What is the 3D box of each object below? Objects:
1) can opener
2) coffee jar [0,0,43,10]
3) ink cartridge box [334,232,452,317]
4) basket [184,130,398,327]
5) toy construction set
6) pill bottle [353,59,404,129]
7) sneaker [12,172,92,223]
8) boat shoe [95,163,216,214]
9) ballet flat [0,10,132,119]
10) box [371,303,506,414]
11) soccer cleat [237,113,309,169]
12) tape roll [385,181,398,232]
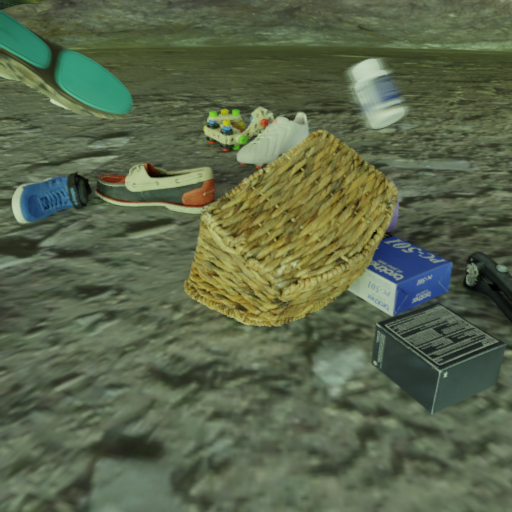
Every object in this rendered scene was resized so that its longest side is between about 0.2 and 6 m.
[{"bbox_3d":[3.666,0.534,8.165,0.776,0.626,1.974,-2,25,-7],"label":"can opener"},{"bbox_3d":[-2.881,-2.984,6.068,1.249,0.533,0.652,-26,75,-18],"label":"coffee jar"},{"bbox_3d":[1.748,0.016,9.284,1.246,0.586,2.650,-17,31,-29],"label":"ink cartridge box"},{"bbox_3d":[0.608,-0.117,8.387,2.012,2.101,2.820,41,56,14],"label":"basket"},{"bbox_3d":[-0.613,-3.827,16.847,1.633,1.147,2.490,-17,19,-32],"label":"toy construction set"},{"bbox_3d":[1.893,-2.559,8.816,0.546,0.983,0.546,-21,-8,-3],"label":"pill bottle"},{"bbox_3d":[-4.150,-1.245,11.703,1.109,0.765,1.993,-5,18,10],"label":"sneaker"},{"bbox_3d":[-2.237,-1.583,12.251,2.943,0.921,1.047,9,29,21],"label":"boat shoe"},{"bbox_3d":[-3.188,-2.781,8.446,0.999,0.900,2.653,-13,-27,43],"label":"ballet flat"},{"bbox_3d":[2.156,1.193,6.731,1.081,0.666,1.073,-13,29,-26],"label":"box"},{"bbox_3d":[0.461,-3.191,15.344,1.014,1.135,2.927,18,31,33],"label":"soccer cleat"},{"bbox_3d":[2.419,-0.959,10.844,0.421,0.992,0.992,-2,26,-2],"label":"tape roll"}]
